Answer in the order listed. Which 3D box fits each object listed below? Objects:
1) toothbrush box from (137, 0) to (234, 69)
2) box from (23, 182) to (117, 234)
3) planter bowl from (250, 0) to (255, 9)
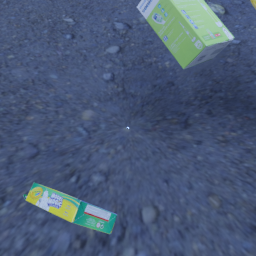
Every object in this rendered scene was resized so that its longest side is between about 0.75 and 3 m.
[{"bbox_3d":[1.184,-2.154,5.734,1.208,0.714,1.660,-27,80,-42],"label":"toothbrush box"},{"bbox_3d":[-0.693,0.886,3.187,1.040,0.610,0.252,3,65,41],"label":"box"},{"bbox_3d":[3.743,-2.516,5.618,2.535,1.056,2.535,-8,61,14],"label":"planter bowl"}]
